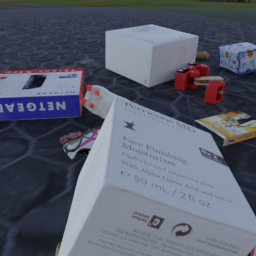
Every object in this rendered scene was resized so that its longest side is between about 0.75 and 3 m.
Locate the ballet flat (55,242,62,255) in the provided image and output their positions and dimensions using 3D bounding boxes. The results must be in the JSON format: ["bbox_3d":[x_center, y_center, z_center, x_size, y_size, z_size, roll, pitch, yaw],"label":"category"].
[{"bbox_3d":[-0.553,1.544,4.179,0.477,0.441,1.352,15,31,25],"label":"ballet flat"}]

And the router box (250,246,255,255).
[{"bbox_3d":[2.796,1.917,3.247,2.589,0.632,2.323,16,31,27],"label":"router box"}]

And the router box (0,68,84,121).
[{"bbox_3d":[-2.945,-1.168,9.015,2.986,0.729,2.680,-3,28,-6],"label":"router box"}]

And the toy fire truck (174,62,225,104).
[{"bbox_3d":[2.733,-1.734,10.195,1.873,0.647,2.656,16,31,27],"label":"toy fire truck"}]

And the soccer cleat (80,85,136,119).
[{"bbox_3d":[-0.078,-0.272,7.092,1.150,1.028,2.965,16,18,-47],"label":"soccer cleat"}]

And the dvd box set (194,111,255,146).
[{"bbox_3d":[2.738,-0.039,7.409,1.590,0.234,1.164,-12,29,-22],"label":"dvd box set"}]

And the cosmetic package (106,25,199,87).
[{"bbox_3d":[0.925,-3.117,11.588,2.714,1.669,2.706,-24,40,-35],"label":"cosmetic package"}]

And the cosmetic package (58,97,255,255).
[{"bbox_3d":[0.226,0.903,3.624,1.645,1.647,1.996,21,26,-11],"label":"cosmetic package"}]

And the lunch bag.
[{"bbox_3d":[5.202,-3.102,12.261,1.911,1.183,1.624,-16,30,-11],"label":"lunch bag"}]

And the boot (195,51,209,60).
[{"bbox_3d":[3.210,-3.765,14.310,1.421,0.470,1.244,-8,42,-12],"label":"boot"}]

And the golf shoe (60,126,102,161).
[{"bbox_3d":[-0.906,0.357,6.467,1.386,0.638,0.503,-16,-13,-48],"label":"golf shoe"}]
